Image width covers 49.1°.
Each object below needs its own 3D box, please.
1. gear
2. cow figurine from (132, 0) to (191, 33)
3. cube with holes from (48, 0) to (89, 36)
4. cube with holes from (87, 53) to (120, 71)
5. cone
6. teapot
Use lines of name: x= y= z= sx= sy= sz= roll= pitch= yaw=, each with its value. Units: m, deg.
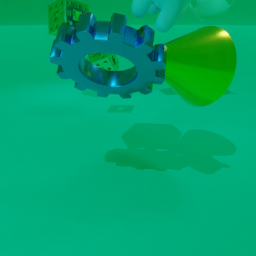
gear: x=-0.302 y=-1.070 z=4.586 sx=1.839 sy=0.340 sz=1.839 roll=6 pitch=-22 yaw=2
cow figurine: x=0.641 y=-2.044 z=3.692 sx=0.804 sy=1.441 sz=1.465 roll=34 pitch=34 yaw=4
cube with holes: x=-2.041 y=-3.735 z=9.656 sx=1.001 sy=1.001 sz=1.001 roll=0 pitch=2 yaw=44
cube with holes: x=-0.752 y=-1.920 z=8.448 sx=0.736 sy=0.736 sz=0.736 roll=-16 pitch=44 yaw=18
cone: x=0.839 y=-1.230 z=5.205 sx=1.601 sy=1.596 sz=1.596 roll=0 pitch=19 yaw=-34
teapot: x=2.711 y=-4.127 z=9.343 sx=1.791 sy=0.877 sz=1.113 roll=4 pitch=43 yaw=39
